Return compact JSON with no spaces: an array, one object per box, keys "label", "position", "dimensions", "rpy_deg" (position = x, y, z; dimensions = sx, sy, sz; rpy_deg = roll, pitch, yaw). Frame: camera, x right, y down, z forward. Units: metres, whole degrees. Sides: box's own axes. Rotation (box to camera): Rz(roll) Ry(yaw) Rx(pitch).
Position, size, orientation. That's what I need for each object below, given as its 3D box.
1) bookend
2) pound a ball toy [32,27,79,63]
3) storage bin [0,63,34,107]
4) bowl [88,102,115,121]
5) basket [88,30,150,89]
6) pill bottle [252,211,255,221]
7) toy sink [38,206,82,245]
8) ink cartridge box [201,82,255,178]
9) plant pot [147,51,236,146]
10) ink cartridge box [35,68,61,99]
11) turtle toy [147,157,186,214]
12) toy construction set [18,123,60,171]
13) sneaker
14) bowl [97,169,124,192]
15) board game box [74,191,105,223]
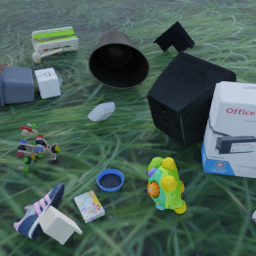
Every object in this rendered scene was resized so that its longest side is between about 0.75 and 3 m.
[{"label":"bookend","position":[2.565,-4.726,15.541],"dimensions":[1.607,1.596,0.740],"rpy_deg":[47,41,-12]},{"label":"pound a ball toy","position":[-3.992,-4.328,15.140],"dimensions":[2.641,1.122,1.722],"rpy_deg":[-18,66,-22]},{"label":"storage bin","position":[-4.653,-1.898,11.557],"dimensions":[1.380,1.495,2.054],"rpy_deg":[-4,36,-22]},{"label":"bowl","position":[-0.913,-0.551,10.134],"dimensions":[0.882,0.883,0.330],"rpy_deg":[-16,71,-52]},{"label":"basket","position":[-0.529,-3.353,12.962],"dimensions":[2.631,1.984,2.917],"rpy_deg":[9,31,-13]},{"label":"pill bottle","position":[3.462,2.300,6.631],"dimensions":[0.526,0.526,0.879],"rpy_deg":[-16,41,-20]},{"label":"toy sink","position":[-1.560,2.281,6.423],"dimensions":[0.468,0.835,0.544],"rpy_deg":[-49,33,-12]},{"label":"ink cartridge box","position":[3.196,0.118,7.834],"dimensions":[1.824,2.523,1.063],"rpy_deg":[5,37,7]},{"label":"plant pot","position":[1.985,-0.807,9.450],"dimensions":[2.051,2.312,2.306],"rpy_deg":[-37,47,-17]},{"label":"ink cartridge box","position":[-3.424,-1.916,11.943],"dimensions":[0.804,0.808,1.101],"rpy_deg":[-14,40,-18]},{"label":"turtle toy","position":[0.944,1.423,7.390],"dimensions":[0.860,1.240,1.702],"rpy_deg":[-15,34,16]},{"label":"toy construction set","position":[-2.750,0.538,8.750],"dimensions":[1.130,1.041,1.354],"rpy_deg":[-39,56,20]},{"label":"sneaker","position":[-2.197,1.951,7.047],"dimensions":[0.663,0.568,1.618],"rpy_deg":[14,38,13]},{"label":"bowl","position":[-0.498,1.496,7.994],"dimensions":[0.768,0.151,0.768],"rpy_deg":[0,37,0]},{"label":"board game box","position":[-1.010,2.032,7.295],"dimensions":[0.531,0.135,0.789],"rpy_deg":[-19,41,-23]}]
